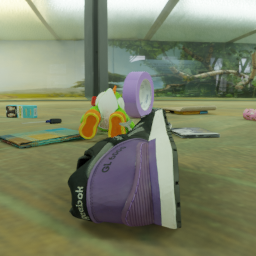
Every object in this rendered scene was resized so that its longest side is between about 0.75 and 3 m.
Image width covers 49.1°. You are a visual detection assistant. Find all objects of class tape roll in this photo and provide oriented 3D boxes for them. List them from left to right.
[{"bbox_3d":[0.554,-1.645,13.886,0.738,2.248,2.248,4,9,26],"label":"tape roll"}]

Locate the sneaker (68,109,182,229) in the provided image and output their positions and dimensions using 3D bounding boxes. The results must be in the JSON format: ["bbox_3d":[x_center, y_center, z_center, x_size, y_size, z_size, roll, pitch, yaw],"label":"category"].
[{"bbox_3d":[-0.033,0.365,3.959,1.282,1.109,2.929,-5,7,6],"label":"sneaker"}]

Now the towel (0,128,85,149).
[{"bbox_3d":[-2.320,0.256,7.759,1.976,0.214,1.449,-9,12,-43],"label":"towel"}]

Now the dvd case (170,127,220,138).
[{"bbox_3d":[2.014,0.127,8.881,1.172,0.126,1.576,0,8,-8],"label":"dvd case"}]

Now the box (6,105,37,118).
[{"bbox_3d":[-5.286,-0.823,13.908,1.534,0.631,0.377,1,8,13],"label":"box"}]

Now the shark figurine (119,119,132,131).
[{"bbox_3d":[0.165,0.260,6.830,0.396,0.949,0.567,-37,24,27],"label":"shark figurine"}]

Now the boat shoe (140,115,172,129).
[{"bbox_3d":[0.896,-0.170,8.898,1.194,0.554,0.446,-11,34,-25],"label":"boat shoe"}]

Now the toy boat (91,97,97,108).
[{"bbox_3d":[-1.275,-1.237,16.480,2.058,0.957,1.730,11,16,21],"label":"toy boat"}]

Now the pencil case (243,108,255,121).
[{"bbox_3d":[5.791,-0.599,12.608,0.553,0.530,1.279,-12,11,-22],"label":"pencil case"}]

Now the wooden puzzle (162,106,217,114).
[{"bbox_3d":[3.553,-1.051,16.522,2.313,0.465,2.500,-3,4,-19],"label":"wooden puzzle"}]

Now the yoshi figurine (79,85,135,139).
[{"bbox_3d":[-0.670,-0.258,8.725,1.591,1.597,2.842,-34,16,13],"label":"yoshi figurine"}]

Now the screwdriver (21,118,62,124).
[{"bbox_3d":[-3.390,-0.221,11.130,1.694,0.236,0.247,-11,44,-46],"label":"screwdriver"}]

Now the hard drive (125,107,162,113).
[{"bbox_3d":[0.911,-1.038,16.468,1.309,0.354,1.873,-6,10,-39],"label":"hard drive"}]
